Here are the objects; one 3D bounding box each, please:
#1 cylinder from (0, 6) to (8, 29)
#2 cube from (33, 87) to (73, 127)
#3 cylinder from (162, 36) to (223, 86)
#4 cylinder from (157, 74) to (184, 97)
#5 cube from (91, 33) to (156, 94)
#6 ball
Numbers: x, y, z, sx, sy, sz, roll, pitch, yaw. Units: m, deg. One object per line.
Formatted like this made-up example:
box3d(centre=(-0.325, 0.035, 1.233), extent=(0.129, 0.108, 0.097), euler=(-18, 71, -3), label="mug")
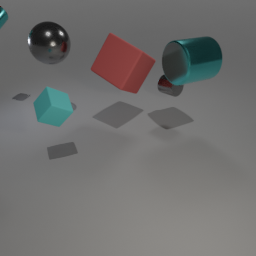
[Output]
box3d(centre=(-4.758, -3.898, 9.967), extent=(0.700, 0.700, 0.700), euler=(10, 60, 17), label="cylinder")
box3d(centre=(-2.026, -0.561, 7.580), extent=(0.700, 0.700, 0.700), euler=(17, 40, -47), label="cube")
box3d(centre=(2.054, -2.182, 9.084), extent=(1.400, 1.400, 1.400), euler=(-15, 33, -26), label="cylinder")
box3d(centre=(1.564, -1.567, 10.294), extent=(0.700, 0.700, 0.700), euler=(-24, 35, -36), label="cylinder")
box3d(centre=(-0.144, -2.179, 9.679), extent=(1.400, 1.400, 1.400), euler=(35, 14, 19), label="cube")
box3d(centre=(-2.649, -2.860, 9.474), extent=(1.400, 1.400, 1.400), euler=(0, 30, 0), label="ball")
